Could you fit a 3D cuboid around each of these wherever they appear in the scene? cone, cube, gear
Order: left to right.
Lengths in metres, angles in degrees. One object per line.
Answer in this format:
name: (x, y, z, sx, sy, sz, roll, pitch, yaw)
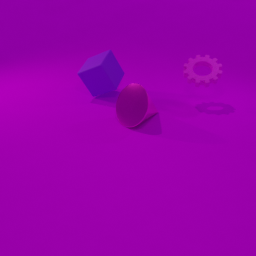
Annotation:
cube: (-0.955, -1.985, 10.213, 1.091, 1.091, 1.091, -13, 37, 30)
cone: (0.550, -0.608, 8.875, 1.343, 1.338, 1.338, 9, 16, -46)
gear: (2.493, -1.918, 9.386, 1.252, 0.232, 1.252, -4, 58, 7)
